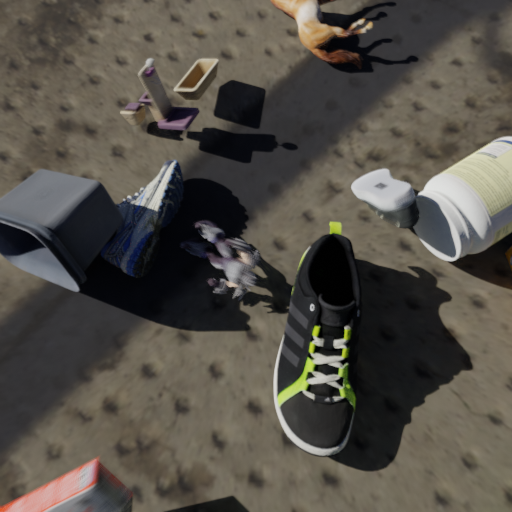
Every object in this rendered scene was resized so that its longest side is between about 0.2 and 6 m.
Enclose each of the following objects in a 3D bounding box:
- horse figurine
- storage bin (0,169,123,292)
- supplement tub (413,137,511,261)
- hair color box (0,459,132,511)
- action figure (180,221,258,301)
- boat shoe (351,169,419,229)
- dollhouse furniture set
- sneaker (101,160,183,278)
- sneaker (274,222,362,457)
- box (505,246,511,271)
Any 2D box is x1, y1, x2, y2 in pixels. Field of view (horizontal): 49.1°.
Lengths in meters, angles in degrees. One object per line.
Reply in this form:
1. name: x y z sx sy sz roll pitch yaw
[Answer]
1. horse figurine: 1.284 -4.646 10.938 1.583 0.596 2.389 -20 75 6
2. storage bin: -3.139 -0.470 8.836 2.077 1.511 1.395 16 55 35
3. supplement tub: 3.612 -0.900 9.039 1.938 1.405 1.405 -30 71 -12
4. hair color box: -2.495 3.372 7.287 1.534 0.851 0.490 -28 29 7
5. action figure: -0.514 0.068 8.890 1.546 0.536 1.006 41 111 36
6. boat shoe: 2.057 -0.921 9.021 0.690 2.012 0.570 -27 108 4
7. dollhouse furniture set: -1.592 -3.263 9.890 1.345 1.205 1.697 11 55 29
8. sneaker: -1.925 -0.757 9.326 0.916 0.828 2.149 18 69 12
9. sneaker: 0.920 1.129 8.215 1.221 1.411 3.406 3 68 1
10. box: 5.124 0.639 8.912 1.568 0.546 2.635 -9 66 -4
